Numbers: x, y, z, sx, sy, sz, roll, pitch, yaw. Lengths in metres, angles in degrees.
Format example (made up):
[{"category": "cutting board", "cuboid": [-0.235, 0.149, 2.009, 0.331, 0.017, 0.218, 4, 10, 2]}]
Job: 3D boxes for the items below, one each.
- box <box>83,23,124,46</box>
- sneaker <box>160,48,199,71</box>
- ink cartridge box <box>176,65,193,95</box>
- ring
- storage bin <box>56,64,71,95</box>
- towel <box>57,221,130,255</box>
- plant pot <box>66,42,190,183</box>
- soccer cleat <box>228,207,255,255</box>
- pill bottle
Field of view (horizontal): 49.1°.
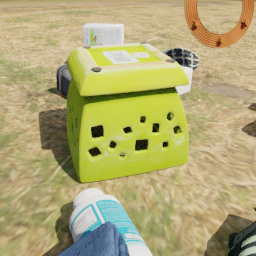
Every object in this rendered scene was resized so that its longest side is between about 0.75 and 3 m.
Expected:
[{"category": "box", "cuboid": [-1.054, -3.623, 12.615, 1.722, 1.951, 0.943, 1, 29, 4]}, {"category": "sneaker", "cuboid": [1.788, -3.146, 12.763, 2.847, 1.103, 1.134, 5, 22, 9]}, {"category": "ink cartridge box", "cuboid": [1.026, -1.712, 10.304, 2.211, 0.929, 1.609, -21, 36, -32]}, {"category": "ring", "cuboid": [3.103, -4.023, 9.251, 2.680, 2.680, 0.257, -8, 14, -14]}, {"category": "storage bin", "cuboid": [-1.454, -1.710, 10.115, 1.851, 1.347, 1.243, -21, 46, -32]}, {"category": "towel", "cuboid": [-1.028, 2.027, 2.926, 2.495, 0.605, 1.393, -35, 0, -3]}, {"category": "plant pot", "cuboid": [-0.154, -0.609, 6.859, 2.716, 2.477, 2.729, -8, 32, -15]}, {"category": "soccer cleat", "cuboid": [1.818, 2.072, 3.996, 2.585, 0.873, 1.048, -34, 18, -37]}, {"category": "pill bottle", "cuboid": [-0.350, 1.694, 4.378, 0.939, 0.939, 1.695, -13, 32, -21]}]
